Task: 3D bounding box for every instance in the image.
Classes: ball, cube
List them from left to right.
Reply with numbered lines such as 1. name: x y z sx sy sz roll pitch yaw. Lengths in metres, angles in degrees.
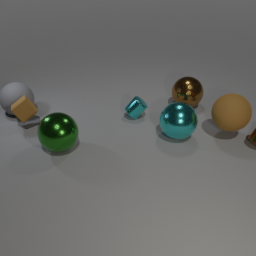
1. ball: -4.715 -1.238 11.917 1.400 1.400 1.400 0 33 0
2. cube: -4.064 -0.747 10.971 0.700 0.700 0.700 -40 29 -3
3. ball: -2.431 0.147 9.761 1.400 1.400 1.400 0 33 0
4. ball: 1.869 -0.272 10.397 1.400 1.400 1.400 0 33 0
5. ball: 2.648 -1.590 12.489 1.400 1.400 1.400 0 33 0
6. ball: 3.799 -0.570 10.304 1.400 1.400 1.400 0 33 0

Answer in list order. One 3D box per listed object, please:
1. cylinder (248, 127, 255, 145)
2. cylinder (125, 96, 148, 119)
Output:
1. cylinder: 4.819 0.268 10.042 0.700 0.700 0.700 24 25 -12
2. cylinder: 0.344 -0.866 11.775 0.700 0.700 0.700 35 24 -19
